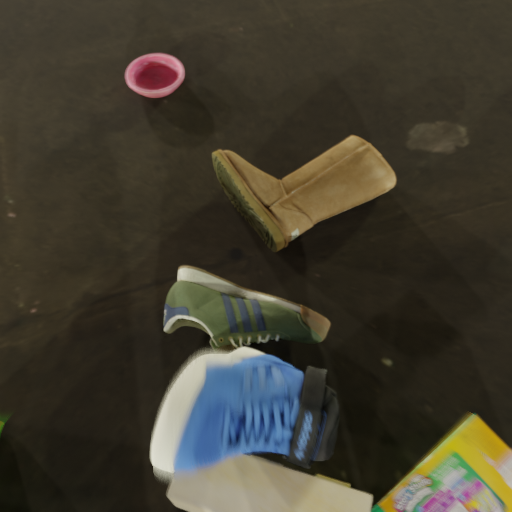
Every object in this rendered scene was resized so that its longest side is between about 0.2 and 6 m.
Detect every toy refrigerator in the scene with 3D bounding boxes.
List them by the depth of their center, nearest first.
[{"bbox_3d":[0.168,3.012,6.960,2.330,0.885,0.815,15,59,10],"label":"toy refrigerator"}]

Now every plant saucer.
[{"bbox_3d":[-2.051,-3.641,11.430,1.173,0.297,1.173,1,58,-1],"label":"plant saucer"}]

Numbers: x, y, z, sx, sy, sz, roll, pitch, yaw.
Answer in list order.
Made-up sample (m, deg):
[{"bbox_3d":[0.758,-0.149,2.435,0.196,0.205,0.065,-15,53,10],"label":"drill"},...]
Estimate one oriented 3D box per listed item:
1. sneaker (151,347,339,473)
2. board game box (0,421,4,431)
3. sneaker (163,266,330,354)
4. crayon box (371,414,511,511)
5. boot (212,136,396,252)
[{"bbox_3d":[0.108,1.889,6.566,1.671,3.004,1.153,17,94,17],"label":"sneaker"},{"bbox_3d":[-4.139,3.070,6.591,0.655,1.397,2.750,7,58,10],"label":"board game box"},{"bbox_3d":[-0.241,1.062,8.283,2.457,0.824,1.103,19,69,11],"label":"sneaker"},{"bbox_3d":[2.523,3.056,7.128,1.854,0.540,1.101,-33,64,-19],"label":"crayon box"},{"bbox_3d":[0.794,-1.437,9.800,2.519,0.833,2.206,-32,76,-17],"label":"boot"}]
